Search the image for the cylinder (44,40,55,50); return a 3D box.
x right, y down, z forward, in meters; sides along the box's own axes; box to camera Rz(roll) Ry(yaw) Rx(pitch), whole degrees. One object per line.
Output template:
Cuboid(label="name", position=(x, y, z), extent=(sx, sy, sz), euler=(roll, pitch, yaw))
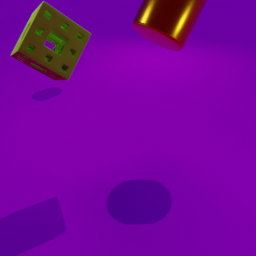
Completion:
Cuboid(label="cylinder", position=(-2.856, -3.512, 10.701), extent=(0.837, 0.837, 0.837), euler=(23, 64, 31))

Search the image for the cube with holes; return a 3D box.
Cuboid(label="cube with holes", position=(-1.492, -1.580, 5.348), extent=(0.978, 0.978, 0.978), euler=(28, -6, -30))

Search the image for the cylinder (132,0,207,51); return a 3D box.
Cuboid(label="cylinder", position=(0.868, -2.429, 5.863), extent=(1.203, 1.203, 1.203), euler=(26, 6, -3))
